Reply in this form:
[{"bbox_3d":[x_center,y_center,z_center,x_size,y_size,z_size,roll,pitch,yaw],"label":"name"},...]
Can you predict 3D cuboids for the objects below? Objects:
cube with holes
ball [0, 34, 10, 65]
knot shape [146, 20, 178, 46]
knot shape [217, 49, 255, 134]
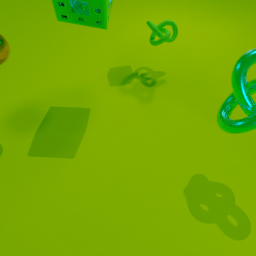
[{"bbox_3d":[-1.015,-3.362,6.648,1.272,1.272,1.272,10,73,-1],"label":"cube with holes"},{"bbox_3d":[-3.157,-1.829,6.469,0.803,0.803,0.803,0,49,0],"label":"ball"},{"bbox_3d":[1.045,-3.236,9.319,1.049,0.518,1.121,41,62,16],"label":"knot shape"},{"bbox_3d":[2.696,-0.730,5.627,1.875,1.755,0.867,2,-2,38],"label":"knot shape"}]
